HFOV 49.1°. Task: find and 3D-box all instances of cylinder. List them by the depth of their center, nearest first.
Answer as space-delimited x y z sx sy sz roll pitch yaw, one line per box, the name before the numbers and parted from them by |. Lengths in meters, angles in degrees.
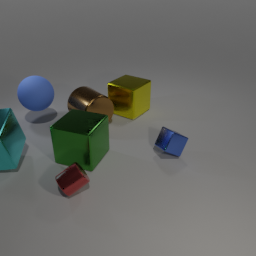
cylinder | -1.553 1.431 7.875 0.700 0.700 0.700 -37 37 -4
cylinder | -1.522 -0.840 11.376 1.400 1.400 1.400 -22 36 -33

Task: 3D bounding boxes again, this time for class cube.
cube | -4.248 0.393 8.786 1.400 1.400 1.400 -7 42 2
cube | -1.535 0.357 9.283 1.400 1.400 1.400 11 31 18
cube | 1.460 0.454 9.470 0.700 0.700 0.700 21 6 -30
cube | 0.066 -1.396 12.357 1.400 1.400 1.400 19 34 29

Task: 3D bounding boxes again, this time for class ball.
ball | -3.651 -1.366 11.129 1.400 1.400 1.400 0 30 0
